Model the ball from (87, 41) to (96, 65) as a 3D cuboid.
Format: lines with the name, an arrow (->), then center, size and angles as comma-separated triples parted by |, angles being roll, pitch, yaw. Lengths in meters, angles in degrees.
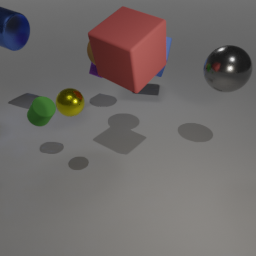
ball -> -0.981, -3.190, 11.517 | 1.400, 1.400, 1.400 | 0, 29, 0

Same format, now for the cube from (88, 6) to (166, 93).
cube -> 0.043, -2.039, 7.289 | 1.400, 1.400, 1.400 | 30, 62, 27

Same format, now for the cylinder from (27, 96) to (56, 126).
cylinder -> -2.641, -0.498, 8.533 | 0.700, 0.700, 0.700 | 15, 58, -26

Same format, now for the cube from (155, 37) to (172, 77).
cube -> 1.206, -3.568, 13.642 | 1.400, 1.400, 1.400 | 14, 65, 0

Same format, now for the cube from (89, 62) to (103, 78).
cube -> -1.243, -2.730, 12.731 | 0.700, 0.700, 0.700 | 23, 22, 18

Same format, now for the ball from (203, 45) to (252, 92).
ball -> 3.009, -1.781, 8.489 | 1.400, 1.400, 1.400 | 0, 29, 0

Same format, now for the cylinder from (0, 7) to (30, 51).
cylinder -> -4.731, -3.811, 10.632 | 1.400, 1.400, 1.400 | 22, 34, 16

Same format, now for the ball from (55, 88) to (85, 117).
ball -> -1.406, -0.621, 6.819 | 0.700, 0.700, 0.700 | 0, 29, 0
